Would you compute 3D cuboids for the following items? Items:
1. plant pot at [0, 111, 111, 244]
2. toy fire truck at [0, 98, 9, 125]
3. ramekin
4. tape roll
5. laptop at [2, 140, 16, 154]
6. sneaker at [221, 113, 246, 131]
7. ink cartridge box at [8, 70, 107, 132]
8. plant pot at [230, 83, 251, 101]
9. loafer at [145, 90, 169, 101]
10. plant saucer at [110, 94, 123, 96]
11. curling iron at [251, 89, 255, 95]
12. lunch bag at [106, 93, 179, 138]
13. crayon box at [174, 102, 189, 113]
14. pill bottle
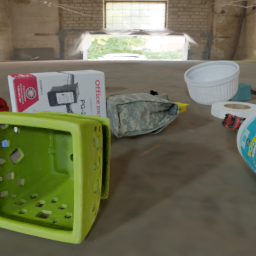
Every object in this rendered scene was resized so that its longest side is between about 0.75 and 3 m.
[{"bbox_3d":[-1.383,0.667,5.367,2.038,2.048,1.859,6,11,17],"label":"plant pot"},{"bbox_3d":[-5.621,-1.014,10.740,1.208,1.878,1.653,14,23,37],"label":"toy fire truck"},{"bbox_3d":[4.431,-2.357,14.734,2.752,1.445,2.752,-12,29,7],"label":"ramekin"},{"bbox_3d":[4.834,-0.772,12.453,2.189,0.400,2.189,0,17,0],"label":"tape roll"},{"bbox_3d":[-3.728,0.534,8.282,0.719,0.419,0.811,2,17,8],"label":"laptop"},{"bbox_3d":[3.984,-0.174,10.335,0.787,0.569,1.611,18,8,1],"label":"sneaker"},{"bbox_3d":[-2.259,-0.768,9.433,2.979,2.163,1.242,-10,17,-28],"label":"ink cartridge box"},{"bbox_3d":[6.027,-1.912,15.473,1.175,0.830,0.831,-14,21,-17],"label":"plant pot"},{"bbox_3d":[1.213,-1.577,14.293,2.303,0.802,0.866,16,24,41],"label":"loafer"},{"bbox_3d":[-0.451,-1.680,15.645,1.250,0.215,1.250,0,18,0],"label":"plant saucer"},{"bbox_3d":[7.676,-2.338,17.383,0.658,0.339,2.655,-44,28,-12],"label":"curling iron"},{"bbox_3d":[0.425,-0.556,10.062,2.365,1.390,1.939,-9,16,-18],"label":"lunch bag"},{"bbox_3d":[2.172,-0.945,13.129,1.236,0.314,0.785,-13,22,-34],"label":"crayon box"},{"bbox_3d":[3.507,0.652,5.889,1.622,1.622,2.928,1,18,3],"label":"pill bottle"}]
